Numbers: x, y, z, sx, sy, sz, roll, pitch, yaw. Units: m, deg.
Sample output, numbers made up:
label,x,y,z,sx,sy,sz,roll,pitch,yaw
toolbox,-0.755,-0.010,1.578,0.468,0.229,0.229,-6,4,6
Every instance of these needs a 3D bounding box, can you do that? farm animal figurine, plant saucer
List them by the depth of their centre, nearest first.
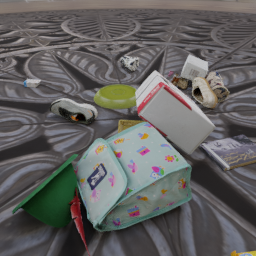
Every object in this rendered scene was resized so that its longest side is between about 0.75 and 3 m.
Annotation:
label,x,y,z,sx,sy,sz,roll,pitch,yaw
plant saucer,0.195,0.293,9.356,1.062,1.063,0.257,3,-11,5
plant saucer,-0.448,-1.506,12.704,2.223,0.345,2.223,-1,31,0
farm animal figurine,2.452,-2.316,13.901,0.947,0.589,1.172,15,26,-12

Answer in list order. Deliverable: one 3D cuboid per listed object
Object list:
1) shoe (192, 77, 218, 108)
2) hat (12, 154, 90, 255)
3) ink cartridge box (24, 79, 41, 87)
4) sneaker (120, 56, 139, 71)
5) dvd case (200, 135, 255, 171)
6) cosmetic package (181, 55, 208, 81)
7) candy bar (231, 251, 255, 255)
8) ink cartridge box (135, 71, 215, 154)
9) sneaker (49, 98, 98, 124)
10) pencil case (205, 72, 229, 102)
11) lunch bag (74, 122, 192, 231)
label,x,y,z,sx,sy,sz,roll,pitch,yaw
shoe,3.254,-1.651,12.480,0.621,0.814,2.328,0,33,-10
hat,-1.357,2.075,6.711,2.067,1.945,2.348,47,30,-3
ink cartridge box,-4.743,-2.226,13.968,0.756,0.252,0.438,6,32,9
sneaker,-0.026,-3.722,16.067,1.054,0.647,1.620,7,32,13
dvd case,3.485,0.753,9.163,1.811,0.145,1.347,-11,33,-17
cosmetic package,3.413,-3.020,14.307,1.141,0.820,2.022,25,27,5
candy bar,3.323,2.709,5.826,2.463,0.273,0.614,-4,31,-8
ink cartridge box,1.384,-0.663,9.165,2.053,1.159,2.796,36,16,-13
sneaker,-2.214,-0.631,10.915,1.993,0.737,0.790,10,37,16
pencil case,4.091,-1.927,12.958,0.904,0.787,2.022,-10,29,12
lunch bag,-0.025,1.217,7.096,2.549,1.554,2.172,-21,38,-14
